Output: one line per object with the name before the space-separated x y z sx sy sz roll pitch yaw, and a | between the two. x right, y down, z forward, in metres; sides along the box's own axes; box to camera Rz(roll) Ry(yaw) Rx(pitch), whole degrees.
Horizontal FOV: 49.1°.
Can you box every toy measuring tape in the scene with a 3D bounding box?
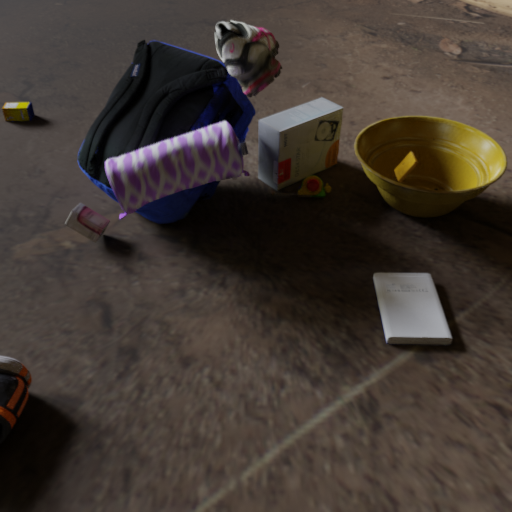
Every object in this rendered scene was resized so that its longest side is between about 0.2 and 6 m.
toy measuring tape | 0.928 -1.449 11.608 1.255 0.462 0.462 2 39 3

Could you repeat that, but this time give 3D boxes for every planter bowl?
planter bowl | 3.354 -1.606 11.200 2.876 1.198 2.876 -1 41 1

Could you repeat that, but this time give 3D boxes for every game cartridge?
game cartridge | 2.635 -1.559 9.841 0.084 0.456 0.517 32 29 -14

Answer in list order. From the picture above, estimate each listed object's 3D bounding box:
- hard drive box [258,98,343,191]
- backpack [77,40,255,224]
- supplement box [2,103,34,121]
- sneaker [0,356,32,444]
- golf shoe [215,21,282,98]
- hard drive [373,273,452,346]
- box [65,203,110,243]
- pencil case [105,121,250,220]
hard drive box | 0.937 -2.415 12.033 1.816 1.416 0.698 -27 47 -28
backpack | -1.646 -2.124 10.890 2.449 2.529 3.013 26 78 35
supplement box | -6.128 -3.713 14.440 0.669 0.366 0.364 -2 39 -3
sneaker | -4.289 1.949 7.060 2.533 0.983 1.419 -1 38 -1
golf shoe | -0.198 -3.833 10.084 0.934 1.184 2.571 -35 28 16
hard drive | 2.484 0.827 9.042 0.975 0.188 1.478 1 39 1
box | -3.120 -0.616 10.386 0.653 0.356 0.417 32 25 -10
pencil case | -1.286 -1.429 9.156 2.305 0.986 0.967 -18 23 -3
